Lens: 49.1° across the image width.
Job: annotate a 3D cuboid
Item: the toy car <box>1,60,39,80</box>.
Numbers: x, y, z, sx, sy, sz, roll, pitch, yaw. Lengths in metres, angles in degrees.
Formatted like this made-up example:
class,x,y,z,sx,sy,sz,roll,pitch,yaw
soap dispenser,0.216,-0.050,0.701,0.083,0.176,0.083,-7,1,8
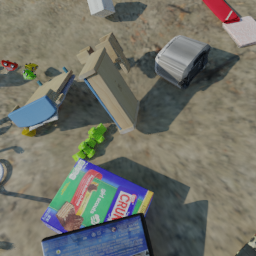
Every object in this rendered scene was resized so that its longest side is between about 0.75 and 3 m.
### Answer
class,x,y,z,sx,sy,sz,roll,pitch,yaw
toy car,-2.955,-1.609,8.012,1.095,0.244,1.031,-5,36,-43

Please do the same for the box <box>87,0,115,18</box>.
class,x,y,z,sx,sy,sz,roll,pitch,yaw
box,-0.945,-4.340,9.631,0.551,0.843,0.839,-10,98,28

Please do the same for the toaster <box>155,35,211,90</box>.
class,x,y,z,sx,sy,sz,roll,pitch,yaw
toaster,1.580,-1.956,8.368,1.135,0.998,1.757,32,67,22

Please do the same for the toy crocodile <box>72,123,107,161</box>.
class,x,y,z,sx,sy,sz,roll,pitch,yaw
toy crocodile,-0.981,0.372,7.325,0.418,0.382,1.238,45,60,-21

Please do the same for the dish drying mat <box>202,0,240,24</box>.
class,x,y,z,sx,sy,sz,roll,pitch,yaw
dish drying mat,3.343,-4.360,10.172,0.690,0.163,1.796,-14,53,-7

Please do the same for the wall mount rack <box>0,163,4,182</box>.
class,x,y,z,sx,sy,sz,roll,pitch,yaw
wall mount rack,-3.910,1.679,6.180,2.540,0.947,2.207,-37,66,-19

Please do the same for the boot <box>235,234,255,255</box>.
class,x,y,z,sx,sy,sz,roll,pitch,yaw
boot,2.731,3.371,5.172,2.874,1.037,2.170,-37,61,-19

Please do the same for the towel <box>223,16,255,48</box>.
class,x,y,z,sx,sy,sz,roll,pitch,yaw
towel,4.048,-3.319,9.639,1.185,0.200,1.241,-18,60,-9

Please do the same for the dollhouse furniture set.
class,x,y,z,sx,sy,sz,roll,pitch,yaw
dollhouse furniture set,-1.362,-0.819,7.896,2.845,1.856,2.686,-21,31,23

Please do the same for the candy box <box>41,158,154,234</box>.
class,x,y,z,sx,sy,sz,roll,pitch,yaw
candy box,-0.633,1.823,6.200,1.916,0.738,1.620,24,62,12

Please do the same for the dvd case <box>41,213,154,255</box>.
class,x,y,z,sx,sy,sz,roll,pitch,yaw
dvd case,-0.332,3.178,5.125,1.982,0.244,2.778,-13,80,-8
